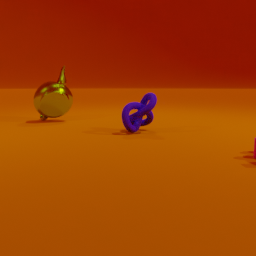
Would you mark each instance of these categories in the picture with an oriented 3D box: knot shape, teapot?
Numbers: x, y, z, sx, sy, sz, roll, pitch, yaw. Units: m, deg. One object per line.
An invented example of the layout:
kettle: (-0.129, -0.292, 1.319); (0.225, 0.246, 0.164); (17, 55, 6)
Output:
knot shape: (0.275, -0.302, 6.770); (0.504, 1.090, 1.020); (41, -17, 18)
teapot: (-2.291, -0.986, 8.609); (1.175, 1.889, 0.925); (17, 27, -35)

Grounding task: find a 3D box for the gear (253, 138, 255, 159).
gear: (2.778, 0.355, 4.106); (1.671, 0.309, 1.671); (0, 9, 0)
